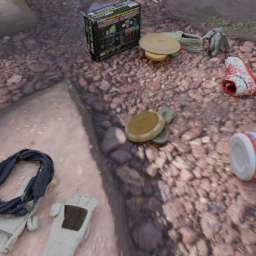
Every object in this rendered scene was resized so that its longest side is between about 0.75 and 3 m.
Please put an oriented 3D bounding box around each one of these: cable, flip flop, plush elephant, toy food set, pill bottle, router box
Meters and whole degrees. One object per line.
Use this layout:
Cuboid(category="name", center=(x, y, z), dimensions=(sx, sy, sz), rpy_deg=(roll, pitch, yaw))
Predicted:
Cuboid(category="cable", center=(-3.333, 1.577, 8.405), dimensions=(2.097, 0.653, 2.570), rpy_deg=(-11, 36, 7))
Cuboid(category="flip flop", center=(1.196, -0.186, 10.134), dimensions=(0.791, 0.562, 1.951), rpy_deg=(15, 48, 14))
Cuboid(category="plush elephant", center=(4.250, -4.342, 13.801), dimensions=(1.137, 1.380, 1.069), rpy_deg=(-31, 35, -17))
Cuboid(category="toy food set", center=(1.524, -3.887, 13.252), dimensions=(2.009, 0.494, 2.030), rpy_deg=(-15, 45, -22))
Cuboid(category="pill bottle", center=(4.623, 0.763, 8.612), dimensions=(2.601, 1.459, 1.459), rpy_deg=(-6, 47, -4))
Cuboid(category="router box", center=(-0.672, -4.648, 13.322), dimensions=(2.793, 2.093, 0.868), rpy_deg=(-30, 54, -26))

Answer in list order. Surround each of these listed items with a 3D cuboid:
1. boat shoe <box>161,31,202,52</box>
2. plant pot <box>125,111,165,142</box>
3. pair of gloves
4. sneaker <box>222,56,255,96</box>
Cuboid(category="boat shoe", center=(2.647, -4.509, 14.131), dimensions=(2.373, 0.736, 0.854), rpy_deg=(20, 50, 18))
Cuboid(category="plant pot", center=(0.551, -0.119, 9.947), dimensions=(1.496, 0.206, 1.496), rpy_deg=(-16, 40, 14))
Cuboid(category="pair of gloves", center=(-2.347, 2.504, 7.648), dimensions=(2.649, 0.464, 2.252), rpy_deg=(16, 49, 16))
Cuboid(category="sneaker", center=(4.469, -2.263, 11.955), dimensions=(1.262, 0.786, 2.354), rpy_deg=(-10, 50, -13))
